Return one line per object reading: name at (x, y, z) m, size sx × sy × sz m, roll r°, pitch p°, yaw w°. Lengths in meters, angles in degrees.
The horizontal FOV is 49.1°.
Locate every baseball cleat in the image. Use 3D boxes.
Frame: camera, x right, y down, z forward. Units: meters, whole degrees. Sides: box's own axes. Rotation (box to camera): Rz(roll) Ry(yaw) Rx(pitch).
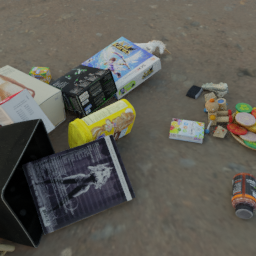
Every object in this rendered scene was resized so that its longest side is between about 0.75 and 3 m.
baseball cleat at (3.765, -1.629, 12.171) m, size 0.453 × 0.691 × 1.299 m, roll -32°, pitch 22°, yaw -23°

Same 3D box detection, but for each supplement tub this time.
supplement tub at (3.380, 1.966, 8.147) m, size 0.681 × 0.681 × 1.273 m, roll 13°, pitch 44°, yaw 13°

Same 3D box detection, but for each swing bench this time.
swing bench at (-4.142, 2.505, 6.486) m, size 2.072 × 2.083 × 1.351 m, roll 22°, pitch 53°, yaw 21°

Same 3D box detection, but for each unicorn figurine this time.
unicorn figurine at (0.865, -3.930, 14.255) m, size 2.519 × 0.930 × 1.730 m, roll 13°, pitch 49°, yaw 10°

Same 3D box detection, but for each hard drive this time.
hard drive at (2.923, -1.601, 12.321) m, size 0.543 × 0.170 × 0.805 m, roll 24°, pitch 48°, yaw 23°

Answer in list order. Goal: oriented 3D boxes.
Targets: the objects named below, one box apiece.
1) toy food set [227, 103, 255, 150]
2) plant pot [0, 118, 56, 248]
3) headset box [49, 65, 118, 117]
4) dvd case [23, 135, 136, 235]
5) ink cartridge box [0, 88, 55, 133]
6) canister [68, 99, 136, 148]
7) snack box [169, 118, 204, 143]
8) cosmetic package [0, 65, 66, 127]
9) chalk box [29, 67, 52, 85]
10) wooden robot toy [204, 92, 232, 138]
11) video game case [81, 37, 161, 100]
toy food set at (4.848, -0.009, 10.327) m, size 2.332 × 0.573 × 2.356 m, roll 10°, pitch 45°, yaw 11°
plant pot at (-3.399, 1.406, 7.542) m, size 2.209 × 2.484 × 2.490 m, roll 2°, pitch 43°, yaw 9°
headset box at (-1.880, -1.571, 11.187) m, size 2.169 × 1.006 × 1.888 m, roll 19°, pitch 50°, yaw 39°
dvd case at (-1.362, 1.539, 8.047) m, size 2.710 × 0.216 × 2.015 m, roll -19°, pitch 83°, yaw -15°
ink cartridge box at (-3.707, -0.461, 9.049) m, size 2.284 × 2.005 × 0.958 m, roll -4°, pitch 34°, yaw 52°
canister at (-0.870, 0.022, 9.551) m, size 2.149 × 1.596 × 0.930 m, roll -29°, pitch 66°, yaw -30°
snack box at (2.181, 0.090, 10.405) m, size 1.213 × 0.321 × 0.863 m, roll 10°, pitch 44°, yaw 10°
cosmetic package at (-3.961, -1.098, 10.746) m, size 2.918 × 1.508 × 1.273 m, roll 24°, pitch 47°, yaw 23°
chalk box at (-4.123, -2.392, 12.836) m, size 1.006 × 0.623 × 0.626 m, roll 3°, pitch 43°, yaw 3°
wooden robot toy at (3.358, -0.766, 10.617) m, size 1.038 × 1.069 × 2.356 m, roll -8°, pitch 41°, yaw 18°
video game case at (-0.351, -2.859, 12.881) m, size 2.551 × 0.639 × 2.814 m, roll -37°, pitch 53°, yaw -15°
